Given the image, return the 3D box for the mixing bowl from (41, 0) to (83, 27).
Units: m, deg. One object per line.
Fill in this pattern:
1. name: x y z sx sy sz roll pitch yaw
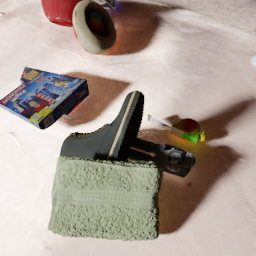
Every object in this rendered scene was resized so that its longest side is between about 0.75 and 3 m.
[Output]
1. mixing bowl: -2.748 -5.069 12.034 2.204 1.194 2.204 10 9 -2

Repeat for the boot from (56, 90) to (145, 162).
1. boot: -0.763 0.086 7.297 1.821 1.020 2.633 20 85 21

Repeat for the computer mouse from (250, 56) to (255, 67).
1. computer mouse: 5.676 -2.562 10.623 1.917 0.420 1.051 4 50 4

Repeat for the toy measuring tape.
1. toy measuring tape: 1.494 -0.111 8.362 1.845 0.679 0.679 26 54 21

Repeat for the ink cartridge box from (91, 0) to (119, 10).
1. ink cartridge box: -2.085 -6.061 13.025 2.856 0.625 2.883 12 13 11

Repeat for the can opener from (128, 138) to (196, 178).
1. can opener: 0.549 0.660 7.792 2.614 0.697 0.874 17 8 18

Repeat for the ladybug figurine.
1. ladybug figurine: -1.406 -3.970 11.214 1.838 0.974 2.708 13 56 -30

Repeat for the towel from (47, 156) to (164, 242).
1. towel: -0.495 1.621 6.364 2.528 0.461 1.876 4 86 0

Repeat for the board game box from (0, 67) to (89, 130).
1. board game box: -2.881 -1.076 9.138 2.289 0.706 2.290 25 54 22
